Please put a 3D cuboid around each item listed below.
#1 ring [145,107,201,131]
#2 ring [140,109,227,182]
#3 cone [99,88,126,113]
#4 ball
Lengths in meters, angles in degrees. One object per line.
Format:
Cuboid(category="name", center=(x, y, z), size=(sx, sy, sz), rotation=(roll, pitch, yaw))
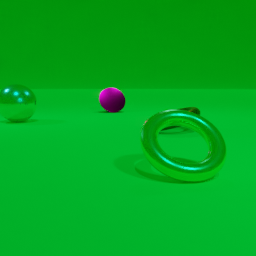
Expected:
Cuboid(category="ring", center=(1.048, -0.216, 6.670), size=(1.354, 0.271, 1.354), rotation=(-16, 8, 2))
Cuboid(category="ring", center=(0.671, 0.179, 3.405), size=(1.062, 0.212, 1.062), rotation=(5, 48, -6))
Cuboid(category="cone", center=(-0.761, -0.956, 11.702), size=(1.090, 1.090, 1.094), rotation=(-3, -18, -17))
Cuboid(category="ball", center=(-3.248, -0.726, 8.215), size=(1.111, 1.111, 1.111), rotation=(0, 9, 0))
